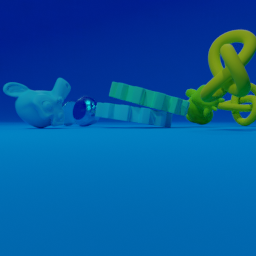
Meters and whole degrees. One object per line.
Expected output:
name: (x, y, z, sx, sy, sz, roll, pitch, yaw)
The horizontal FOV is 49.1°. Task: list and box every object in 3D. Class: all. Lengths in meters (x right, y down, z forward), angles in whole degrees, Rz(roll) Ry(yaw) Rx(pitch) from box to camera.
knot shape: (4.026, -0.766, 9.749, 1.658, 0.766, 1.552, -25, 41, 11)
cow figurine: (2.236, -0.608, 8.323, 1.592, 0.888, 1.618, 31, -14, 49)
knot shape: (1.686, -0.969, 4.653, 0.621, 1.344, 1.258, 15, 19, 0)
teapot: (-1.256, -0.473, 8.649, 1.491, 0.927, 0.730, -14, -17, 40)
gear: (0.152, -0.329, 7.319, 1.948, 0.360, 1.948, 9, 1, 0)
gear: (0.553, -0.758, 7.365, 2.051, 0.379, 2.051, 15, 6, -2)
monkey head: (-1.897, -0.593, 6.340, 0.997, 1.191, 1.655, 13, -20, 32)
cone: (-2.393, -0.620, 10.101, 0.913, 0.909, 0.909, 18, 11, 32)
